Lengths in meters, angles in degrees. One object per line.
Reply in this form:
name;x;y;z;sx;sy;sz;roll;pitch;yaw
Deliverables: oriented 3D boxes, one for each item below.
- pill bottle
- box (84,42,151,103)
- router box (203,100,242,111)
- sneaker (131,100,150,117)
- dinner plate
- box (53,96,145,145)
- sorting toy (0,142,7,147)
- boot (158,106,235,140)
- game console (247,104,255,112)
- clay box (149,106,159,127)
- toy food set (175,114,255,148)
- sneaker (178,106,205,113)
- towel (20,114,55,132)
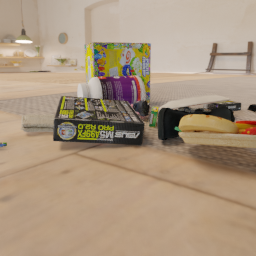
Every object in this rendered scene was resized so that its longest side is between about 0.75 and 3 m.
pill bottle;-0.718;-1.449;12.017;2.712;1.525;1.525;-6;15;-22
box;-0.507;-2.602;13.683;2.841;2.950;1.800;-5;14;-21
router box;4.292;-1.023;12.775;1.318;0.344;1.036;-5;15;-20
sneaker;0.419;-0.774;11.040;0.731;0.626;1.783;7;0;10
dinner plate;2.610;-1.041;11.424;2.966;0.360;2.966;-7;1;0
box;-0.957;-0.318;8.539;2.361;0.652;2.948;3;17;-11
sorting toy;-3.621;0.478;7.263;0.962;0.131;0.542;0;10;-1
boot;2.039;-0.167;8.141;2.010;0.914;2.392;1;7;21
game console;6.300;-0.707;11.636;1.525;0.312;2.586;-2;13;-8
clay box;0.923;-0.417;9.871;0.236;0.569;0.991;10;15;6
toy food set;2.365;0.127;6.518;2.507;0.610;2.481;3;-3;7
sneaker;2.558;-0.664;11.438;1.124;0.419;0.489;6;4;-6
towel;-2.473;-0.149;9.154;1.940;0.334;1.285;0;17;-19
